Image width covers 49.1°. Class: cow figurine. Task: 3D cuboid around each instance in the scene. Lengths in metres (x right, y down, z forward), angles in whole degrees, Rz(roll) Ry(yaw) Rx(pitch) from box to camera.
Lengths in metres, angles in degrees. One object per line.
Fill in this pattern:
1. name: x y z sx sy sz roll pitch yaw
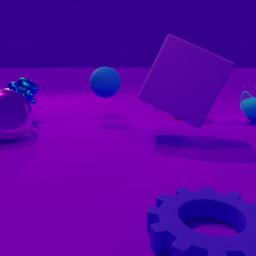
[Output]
1. cow figurine: -2.958 -0.682 7.463 0.840 1.530 1.506 29 -20 -16

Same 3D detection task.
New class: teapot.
1. teapot: 3.389 -0.494 7.457 0.545 1.113 0.692 -36 -2 28
2. teapot: -2.632 -0.279 5.807 1.727 1.074 0.846 32 -24 -30

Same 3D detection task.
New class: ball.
1. ball: -0.604 -1.214 7.475 0.823 0.823 0.823 0 13 0

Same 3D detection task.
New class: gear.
1. gear: 0.767 0.906 2.594 1.164 0.215 1.164 0 15 0

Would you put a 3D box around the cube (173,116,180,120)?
1. cube: 1.820 -0.652 8.142 0.760 0.760 0.760 9 16 33

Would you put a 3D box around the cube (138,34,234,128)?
1. cube: 1.149 -0.902 5.687 1.307 1.307 1.307 28 10 8
